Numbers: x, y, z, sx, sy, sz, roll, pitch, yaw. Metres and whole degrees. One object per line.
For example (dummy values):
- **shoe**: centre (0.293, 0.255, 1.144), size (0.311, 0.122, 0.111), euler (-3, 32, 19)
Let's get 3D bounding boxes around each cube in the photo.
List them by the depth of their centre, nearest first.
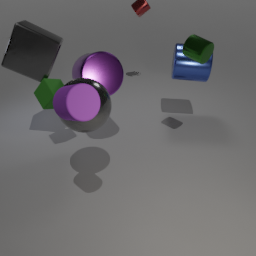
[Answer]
- **cube**: centre (-2.419, -1.084, 8.924), size (0.700, 0.700, 0.700), euler (-11, 63, -55)
- **cube**: centre (-3.038, -2.486, 9.083), size (1.400, 1.400, 1.400), euler (22, 19, -18)

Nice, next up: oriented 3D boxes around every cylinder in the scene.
- **cylinder**: centre (-1.001, -0.487, 5.416), size (0.700, 0.700, 0.700), euler (-22, 15, -32)
- **cylinder**: centre (2.150, -2.414, 8.591), size (0.700, 0.700, 0.700), euler (-27, 52, -38)
- **cylinder**: centre (-1.026, -1.769, 9.227), size (1.400, 1.400, 1.400), euler (-12, 15, -20)
- **cylinder**: centre (2.501, -2.584, 11.093), size (1.400, 1.400, 1.400), euler (6, 31, 4)
- **cylinder**: centre (0.619, -5.824, 13.442), size (0.700, 0.700, 0.700), euler (-34, 25, 18)

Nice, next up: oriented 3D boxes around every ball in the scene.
- **ball**: centre (-1.119, -0.580, 7.159), size (1.400, 1.400, 1.400), euler (0, 31, 0)
